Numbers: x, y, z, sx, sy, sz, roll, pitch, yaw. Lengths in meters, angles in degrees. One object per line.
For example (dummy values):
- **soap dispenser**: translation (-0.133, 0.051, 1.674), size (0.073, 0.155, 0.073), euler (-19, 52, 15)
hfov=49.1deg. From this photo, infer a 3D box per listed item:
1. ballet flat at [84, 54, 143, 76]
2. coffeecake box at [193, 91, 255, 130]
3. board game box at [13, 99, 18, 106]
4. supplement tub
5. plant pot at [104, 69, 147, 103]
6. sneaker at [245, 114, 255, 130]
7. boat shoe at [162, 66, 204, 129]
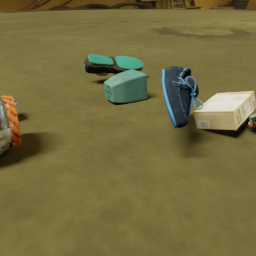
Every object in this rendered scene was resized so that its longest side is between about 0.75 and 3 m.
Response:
- **ballet flat**: translation (-0.690, -2.752, 12.598), size (2.785, 0.953, 0.947), euler (1, 56, -27)
- **coffeecake box**: translation (3.043, -0.567, 8.733), size (1.275, 0.607, 1.661), euler (2, 26, 44)
- **board game box**: translation (-4.026, -0.547, 9.000), size (0.987, 0.170, 0.668), euler (-47, 30, -16)
- **supplement tub**: translation (-4.143, 0.039, 6.692), size (2.791, 1.710, 1.710), euler (-11, 30, -26)
- **plant pot**: translation (-0.133, -1.511, 10.622), size (1.413, 0.998, 0.999), euler (-21, 33, -27)
- **sneaker**: translation (3.909, -0.206, 8.066), size (0.666, 0.621, 1.681), euler (-22, -8, 3)
- **boat shoe**: translation (1.382, -1.029, 7.230), size (0.909, 1.114, 2.648), euler (-11, 39, 13)
